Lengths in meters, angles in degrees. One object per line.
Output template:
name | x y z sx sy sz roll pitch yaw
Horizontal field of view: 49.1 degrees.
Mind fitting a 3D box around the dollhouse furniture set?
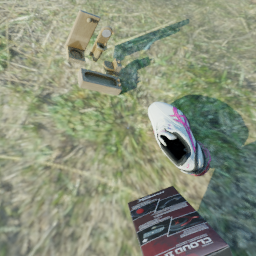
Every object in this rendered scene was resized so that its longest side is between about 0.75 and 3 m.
dollhouse furniture set | -0.809 -2.129 8.121 1.584 1.357 1.666 9 50 -29

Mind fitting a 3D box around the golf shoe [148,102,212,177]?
golf shoe | 1.082 0.081 6.844 0.863 1.094 2.376 -47 48 18

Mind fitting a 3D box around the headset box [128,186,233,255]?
headset box | 0.855 2.184 3.996 0.971 2.588 1.923 -20 97 -4
